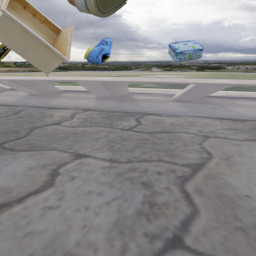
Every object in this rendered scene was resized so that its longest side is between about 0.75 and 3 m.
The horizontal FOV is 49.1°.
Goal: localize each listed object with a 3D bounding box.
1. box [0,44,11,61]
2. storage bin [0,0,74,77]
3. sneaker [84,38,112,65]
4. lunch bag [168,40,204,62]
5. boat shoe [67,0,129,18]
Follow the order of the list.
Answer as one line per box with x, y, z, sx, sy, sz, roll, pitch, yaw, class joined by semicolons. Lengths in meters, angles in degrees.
-4.038;-2.689;9.326;1.010;0.312;1.265;-41;25;10;box
-2.860;-3.081;8.528;1.031;2.183;2.199;-30;-46;29;storage bin
-1.004;-3.105;11.590;0.830;0.698;2.117;29;38;3;sneaker
1.673;-2.290;8.235;0.933;0.385;0.750;-9;40;-9;lunch bag
-0.099;-2.764;5.080;0.845;0.924;2.472;26;47;27;boat shoe
